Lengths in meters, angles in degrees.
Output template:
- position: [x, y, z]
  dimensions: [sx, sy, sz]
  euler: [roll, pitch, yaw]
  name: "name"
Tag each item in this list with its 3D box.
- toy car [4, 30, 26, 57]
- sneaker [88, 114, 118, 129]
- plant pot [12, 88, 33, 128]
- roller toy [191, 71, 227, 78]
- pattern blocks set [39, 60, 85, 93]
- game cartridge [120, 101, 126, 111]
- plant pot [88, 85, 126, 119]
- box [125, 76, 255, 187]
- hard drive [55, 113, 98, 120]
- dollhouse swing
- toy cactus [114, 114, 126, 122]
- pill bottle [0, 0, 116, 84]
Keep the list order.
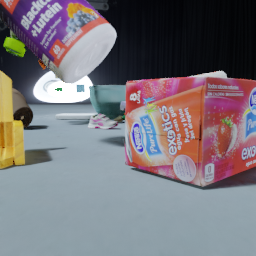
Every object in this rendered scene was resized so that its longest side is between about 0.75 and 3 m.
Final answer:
- position: [-3.325, -3.658, 11.290]
  dimensions: [2.550, 2.095, 2.012]
  euler: [19, 1, -19]
  name: "toy car"
- position: [-0.893, -0.237, 9.817]
  dimensions: [1.152, 0.508, 0.469]
  euler: [2, 7, 21]
  name: "sneaker"
- position: [-4.013, -0.578, 9.870]
  dimensions: [1.259, 1.443, 1.443]
  euler: [25, 20, 33]
  name: "plant pot"
- position: [3.216, -1.378, 12.970]
  dimensions: [2.973, 2.077, 2.712]
  euler: [-11, 8, -3]
  name: "roller toy"
- position: [-2.739, -3.047, 12.804]
  dimensions: [2.531, 2.879, 0.233]
  euler: [6, 5, -19]
  name: "pattern blocks set"
- position: [1.375, -0.660, 11.414]
  dimensions: [2.913, 0.559, 1.888]
  euler: [17, 18, 31]
  name: "game cartridge"
- position: [-0.772, -1.315, 14.300]
  dimensions: [2.486, 1.666, 2.486]
  euler: [0, 6, 0]
  name: "plant pot"
- position: [1.434, -0.104, 4.661]
  dimensions: [2.857, 1.364, 1.424]
  euler: [-6, 9, -42]
  name: "box"
- position: [-2.546, -0.584, 14.118]
  dimensions: [1.875, 0.250, 1.237]
  euler: [0, 6, 7]
  name: "hard drive"
- position: [-2.802, -0.244, 4.756]
  dimensions: [1.887, 1.659, 1.715]
  euler: [-2, 6, -22]
  name: "dollhouse swing"
- position: [-0.115, -0.407, 11.945]
  dimensions: [0.947, 0.587, 1.147]
  euler: [-20, 12, -7]
  name: "toy cactus"
- position: [-1.829, -2.552, 6.209]
  dimensions: [2.962, 1.650, 1.650]
  euler: [45, -1, 1]
  name: "pill bottle"
